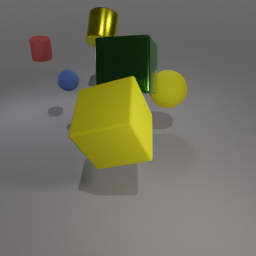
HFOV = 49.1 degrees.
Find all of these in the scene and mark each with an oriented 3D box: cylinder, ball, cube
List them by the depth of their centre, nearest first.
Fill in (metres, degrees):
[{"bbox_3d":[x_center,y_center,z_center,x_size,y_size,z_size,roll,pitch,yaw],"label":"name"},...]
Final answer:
[{"bbox_3d":[-0.306,-0.079,6.388,1.400,1.400,1.400,-11,49,18],"label":"cube"},{"bbox_3d":[0.009,-1.626,7.556,1.400,1.400,1.400,1,6,14],"label":"cube"},{"bbox_3d":[-1.954,-1.555,9.173,0.700,0.700,0.700,0,32,0],"label":"ball"},{"bbox_3d":[-2.980,-2.711,9.572,0.700,0.700,0.700,1,35,-1],"label":"cylinder"},{"bbox_3d":[1.480,-1.436,10.411,1.400,1.400,1.400,0,32,0],"label":"ball"},{"bbox_3d":[-1.182,-4.559,12.916,1.400,1.400,1.400,5,-9,1],"label":"cylinder"}]
